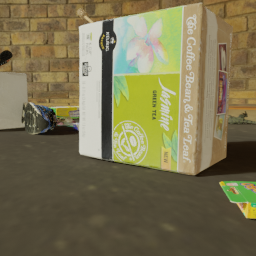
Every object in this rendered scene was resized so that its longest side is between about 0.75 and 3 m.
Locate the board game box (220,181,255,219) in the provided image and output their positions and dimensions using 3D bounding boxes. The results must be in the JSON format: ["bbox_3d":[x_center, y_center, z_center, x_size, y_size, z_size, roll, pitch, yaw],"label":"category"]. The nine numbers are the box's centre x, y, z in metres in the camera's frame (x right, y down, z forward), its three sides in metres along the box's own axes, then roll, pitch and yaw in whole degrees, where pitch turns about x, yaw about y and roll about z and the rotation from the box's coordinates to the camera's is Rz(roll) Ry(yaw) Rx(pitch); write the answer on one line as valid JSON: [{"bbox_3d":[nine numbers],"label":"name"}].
[{"bbox_3d":[1.650,0.693,2.689,1.403,0.210,0.670,3,6,8],"label":"board game box"}]

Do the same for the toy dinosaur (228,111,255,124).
[{"bbox_3d":[4.757,-0.393,11.928,1.993,0.473,0.878,1,21,10],"label":"toy dinosaur"}]

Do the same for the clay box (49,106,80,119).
[{"bbox_3d":[-2.779,-0.877,15.416,2.772,0.660,1.592,-3,7,-28],"label":"clay box"}]

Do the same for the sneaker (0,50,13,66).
[{"bbox_3d":[-4.932,-2.429,10.461,1.297,0.454,0.584,-40,10,-31],"label":"sneaker"}]

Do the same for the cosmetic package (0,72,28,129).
[{"bbox_3d":[-5.135,-0.991,10.191,2.371,1.972,1.984,4,7,39],"label":"cosmetic package"}]

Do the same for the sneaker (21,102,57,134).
[{"bbox_3d":[-2.804,-0.377,9.151,1.077,0.949,2.417,3,11,-26],"label":"sneaker"}]

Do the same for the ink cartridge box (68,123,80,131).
[{"bbox_3d":[-1.430,-0.064,9.727,1.241,0.243,0.617,-1,6,-22],"label":"ink cartridge box"}]

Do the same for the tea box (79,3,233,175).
[{"bbox_3d":[0.455,-0.623,4.908,2.288,2.326,1.554,4,7,34],"label":"tea box"}]

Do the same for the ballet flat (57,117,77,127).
[{"bbox_3d":[-2.403,-0.262,10.921,1.038,0.369,0.359,4,21,32],"label":"ballet flat"}]

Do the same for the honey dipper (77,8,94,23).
[{"bbox_3d":[-1.531,-4.276,11.149,0.341,0.341,1.796,-4,41,-36],"label":"honey dipper"}]
